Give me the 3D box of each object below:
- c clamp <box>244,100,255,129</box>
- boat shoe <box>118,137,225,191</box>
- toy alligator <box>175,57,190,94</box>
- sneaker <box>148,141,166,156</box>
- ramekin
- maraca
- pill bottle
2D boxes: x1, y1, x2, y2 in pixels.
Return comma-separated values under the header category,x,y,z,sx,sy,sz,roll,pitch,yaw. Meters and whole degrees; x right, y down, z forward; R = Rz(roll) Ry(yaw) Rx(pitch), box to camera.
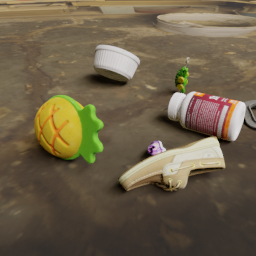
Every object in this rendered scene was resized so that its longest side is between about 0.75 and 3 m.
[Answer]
category,x,y,z,sx,sy,sz,roll,pitch,yaw
c clamp,4.532,-0.552,8.961,1.696,0.269,1.985,0,35,16
boat shoe,1.030,0.918,6.066,2.476,0.916,0.822,-19,71,-13
toy alligator,1.951,-1.942,10.270,0.435,1.602,0.475,24,52,24
sneaker,0.654,0.513,6.928,0.373,0.340,0.844,12,13,-12
ramekin,-0.527,-2.542,11.317,1.890,0.880,1.890,17,-2,1
maraca,-1.424,0.030,6.794,2.346,1.608,1.255,11,18,41
pill bottle,2.229,-0.411,8.120,2.002,1.131,1.131,18,35,29
